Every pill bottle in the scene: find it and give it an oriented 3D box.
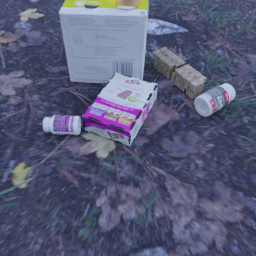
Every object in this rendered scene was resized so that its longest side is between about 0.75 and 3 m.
[{"bbox_3d":[-2.010,-0.092,8.566,1.067,0.599,0.599,2,49,2],"label":"pill bottle"},{"bbox_3d":[2.880,-0.948,9.223,1.276,0.727,0.727,-29,55,-22],"label":"pill bottle"}]

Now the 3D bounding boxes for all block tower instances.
[{"bbox_3d":[1.836,-2.049,10.249,0.636,0.681,2.355,-26,56,-21],"label":"block tower"}]

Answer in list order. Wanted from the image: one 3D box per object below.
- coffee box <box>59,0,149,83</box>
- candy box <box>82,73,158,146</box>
[{"bbox_3d":[-0.666,-3.468,10.102,2.692,2.696,2.666,4,49,4],"label":"coffee box"},{"bbox_3d":[-0.183,-0.683,8.993,1.600,0.716,2.347,19,52,16],"label":"candy box"}]
